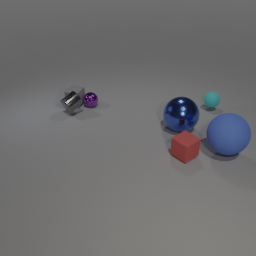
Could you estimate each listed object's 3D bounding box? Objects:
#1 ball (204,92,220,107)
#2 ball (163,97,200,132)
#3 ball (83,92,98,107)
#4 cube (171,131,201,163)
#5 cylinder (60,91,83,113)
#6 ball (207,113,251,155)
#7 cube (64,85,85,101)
[{"bbox_3d":[3.796,-1.277,12.658,0.700,0.700,0.700,0,30,0],"label":"ball"},{"bbox_3d":[2.082,-0.529,10.976,1.400,1.400,1.400,0,30,0],"label":"ball"},{"bbox_3d":[-1.746,-1.325,13.095,0.700,0.700,0.700,0,30,0],"label":"ball"},{"bbox_3d":[1.950,0.630,9.526,0.700,0.700,0.700,-25,40,-31],"label":"cube"},{"bbox_3d":[-2.473,-1.146,12.275,0.700,0.700,0.700,-44,46,-19],"label":"cylinder"},{"bbox_3d":[3.351,0.195,9.355,1.400,1.400,1.400,0,30,0],"label":"ball"},{"bbox_3d":[-2.490,-1.539,13.265,0.700,0.700,0.700,12,42,20],"label":"cube"}]
